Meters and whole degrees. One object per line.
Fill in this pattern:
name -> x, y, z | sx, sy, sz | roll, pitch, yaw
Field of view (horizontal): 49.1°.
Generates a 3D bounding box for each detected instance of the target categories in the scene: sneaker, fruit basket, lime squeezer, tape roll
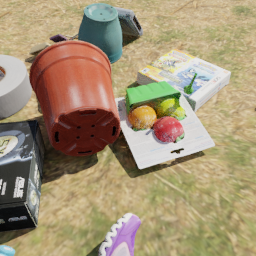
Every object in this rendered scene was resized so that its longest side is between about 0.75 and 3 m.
sneaker -> -0.228, 3.122, 5.603 | 1.243, 1.131, 2.812 | 21, 53, 11
fruit basket -> 1.002, -0.146, 8.911 | 2.519, 1.275, 2.720 | -16, 62, -15
lime squeezer -> 1.888, -1.319, 8.598 | 0.323, 0.604, 1.711 | 9, 7, 10
tape roll -> -5.079, -1.497, 10.172 | 2.940, 0.971, 2.940 | 0, 46, 0

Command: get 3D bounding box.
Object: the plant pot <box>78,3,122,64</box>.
plant pot -> -1.185, -4.060, 11.864 | 2.047, 1.923, 2.047 | 3, 52, -4

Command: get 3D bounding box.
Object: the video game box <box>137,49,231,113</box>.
video game box -> 2.161, -1.960, 10.889 | 2.720, 0.637, 2.478 | 33, 51, 28

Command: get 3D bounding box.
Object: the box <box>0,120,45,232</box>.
box -> -3.497, 1.210, 7.318 | 2.269, 1.193, 2.771 | -5, 45, -5

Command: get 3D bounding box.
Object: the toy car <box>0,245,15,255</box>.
toy car -> -2.312, 3.151, 5.594 | 1.173, 1.038, 1.081 | 24, 78, -9

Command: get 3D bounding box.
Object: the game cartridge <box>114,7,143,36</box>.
game cartridge -> -0.243, -4.928, 12.959 | 1.490, 2.238, 0.465 | 21, 92, 16

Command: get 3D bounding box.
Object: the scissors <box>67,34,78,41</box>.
scissors -> -2.693, -4.039, 12.967 | 1.719, 0.120, 0.629 | -28, 42, -2

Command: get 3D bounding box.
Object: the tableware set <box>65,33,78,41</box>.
tableware set -> -1.716, -3.966, 12.965 | 2.424, 0.486, 1.602 | 30, 52, 26

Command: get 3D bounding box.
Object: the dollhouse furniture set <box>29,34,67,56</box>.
dollhouse furniture set -> -3.248, -3.074, 12.350 | 1.750, 1.387, 1.242 | -14, 85, 17

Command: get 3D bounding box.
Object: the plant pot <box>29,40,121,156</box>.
plant pot -> -1.470, -0.745, 8.281 | 2.649, 2.649, 2.576 | -11, 49, -11
